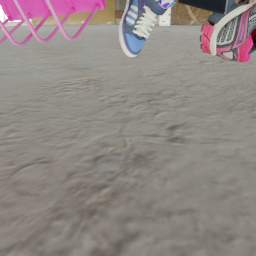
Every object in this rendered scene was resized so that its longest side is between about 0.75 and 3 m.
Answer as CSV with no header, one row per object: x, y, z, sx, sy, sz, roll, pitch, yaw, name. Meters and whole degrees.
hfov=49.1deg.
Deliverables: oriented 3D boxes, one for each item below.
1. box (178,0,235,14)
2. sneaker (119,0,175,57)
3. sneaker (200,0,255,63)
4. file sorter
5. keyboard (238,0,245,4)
1.232,-2.353,3.507,0.733,1.016,1.369,27,72,24,box
0.470,-2.594,6.459,0.700,1.739,1.273,13,-8,-39,sneaker
2.154,-1.694,4.351,2.169,0.874,0.810,-39,49,-11,sneaker
-1.780,-2.215,4.411,2.208,1.535,1.385,4,49,24,file sorter
2.814,-2.996,6.601,0.492,2.481,1.291,18,20,-20,keyboard
